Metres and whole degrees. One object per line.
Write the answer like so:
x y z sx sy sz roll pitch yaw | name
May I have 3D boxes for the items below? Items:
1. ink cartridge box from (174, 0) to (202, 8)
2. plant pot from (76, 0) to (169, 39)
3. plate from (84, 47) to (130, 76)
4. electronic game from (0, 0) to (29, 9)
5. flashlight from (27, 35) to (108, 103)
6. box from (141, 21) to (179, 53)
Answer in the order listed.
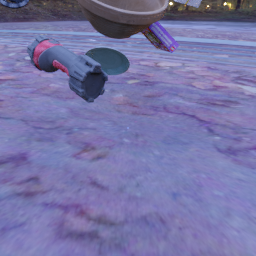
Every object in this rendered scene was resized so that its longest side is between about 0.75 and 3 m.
1.588 -3.683 7.523 0.765 0.559 0.561 1 44 -28 | ink cartridge box
-0.295 -3.465 8.055 2.710 1.251 2.710 9 49 -10 | plant pot
-0.552 -1.801 7.442 1.238 1.238 0.158 4 68 8 | plate
-3.868 -4.408 9.503 0.979 0.204 0.979 5 61 -9 | electronic game
-1.363 -1.293 6.033 0.835 0.832 2.458 -46 50 -5 | flashlight
0.962 -3.477 10.284 1.434 0.410 2.096 40 9 -20 | box
